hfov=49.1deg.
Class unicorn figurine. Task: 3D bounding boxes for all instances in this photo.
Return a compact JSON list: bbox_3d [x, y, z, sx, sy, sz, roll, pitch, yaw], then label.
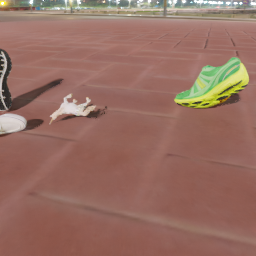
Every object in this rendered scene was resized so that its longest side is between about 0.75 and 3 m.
[{"bbox_3d":[-1.792,-0.620,8.778,1.405,0.519,0.965,1,42,27],"label":"unicorn figurine"}]

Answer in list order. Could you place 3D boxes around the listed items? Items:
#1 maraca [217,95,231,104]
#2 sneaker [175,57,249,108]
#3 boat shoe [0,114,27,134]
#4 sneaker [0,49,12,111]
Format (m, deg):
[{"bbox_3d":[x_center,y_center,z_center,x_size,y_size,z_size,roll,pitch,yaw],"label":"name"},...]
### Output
[{"bbox_3d":[3.432,-1.336,10.327,1.512,0.809,1.036,-10,-11,8],"label":"maraca"},{"bbox_3d":[2.726,-1.427,9.374,1.021,1.152,2.756,14,-24,-34],"label":"sneaker"},{"bbox_3d":[-3.842,0.011,8.030,1.755,0.622,0.613,-1,39,-7],"label":"boat shoe"},{"bbox_3d":[-4.608,-1.682,9.835,0.816,2.213,0.885,2,-3,-40],"label":"sneaker"}]
